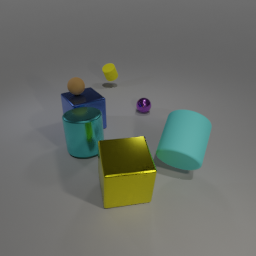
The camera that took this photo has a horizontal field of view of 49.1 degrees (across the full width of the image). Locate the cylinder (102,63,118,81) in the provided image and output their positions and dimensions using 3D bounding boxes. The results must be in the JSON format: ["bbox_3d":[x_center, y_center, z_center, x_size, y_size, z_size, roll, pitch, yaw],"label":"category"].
[{"bbox_3d":[-0.960,-3.009,15.131,0.700,0.700,0.700,-9,52,12],"label":"cylinder"}]

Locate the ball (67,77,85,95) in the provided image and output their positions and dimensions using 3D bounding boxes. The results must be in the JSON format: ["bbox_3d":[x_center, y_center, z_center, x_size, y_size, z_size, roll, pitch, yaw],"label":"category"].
[{"bbox_3d":[-2.077,-1.681,11.219,0.700,0.700,0.700,0,30,0],"label":"ball"}]

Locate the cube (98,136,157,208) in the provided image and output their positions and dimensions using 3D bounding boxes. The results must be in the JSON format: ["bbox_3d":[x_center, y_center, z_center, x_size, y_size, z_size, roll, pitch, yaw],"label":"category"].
[{"bbox_3d":[-0.089,1.253,8.068,1.400,1.400,1.400,-5,41,-11],"label":"cube"}]

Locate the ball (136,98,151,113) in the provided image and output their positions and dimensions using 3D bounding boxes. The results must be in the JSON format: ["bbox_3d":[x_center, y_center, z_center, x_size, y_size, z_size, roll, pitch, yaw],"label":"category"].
[{"bbox_3d":[0.729,-1.052,12.945,0.700,0.700,0.700,0,30,0],"label":"ball"}]

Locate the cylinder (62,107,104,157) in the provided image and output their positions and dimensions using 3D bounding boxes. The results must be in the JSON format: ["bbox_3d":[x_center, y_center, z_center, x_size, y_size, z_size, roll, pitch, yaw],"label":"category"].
[{"bbox_3d":[-1.590,0.125,10.152,1.400,1.400,1.400,-2,26,1],"label":"cylinder"}]

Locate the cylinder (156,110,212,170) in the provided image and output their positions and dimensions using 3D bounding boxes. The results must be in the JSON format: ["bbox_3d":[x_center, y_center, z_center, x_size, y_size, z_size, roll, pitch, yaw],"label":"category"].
[{"bbox_3d":[1.721,0.380,8.616,1.400,1.400,1.400,13,65,20],"label":"cylinder"}]

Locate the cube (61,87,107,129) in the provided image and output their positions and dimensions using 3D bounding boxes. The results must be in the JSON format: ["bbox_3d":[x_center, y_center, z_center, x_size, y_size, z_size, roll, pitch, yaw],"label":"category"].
[{"bbox_3d":[-1.832,-0.710,11.652,1.400,1.400,1.400,-17,35,-27],"label":"cube"}]
